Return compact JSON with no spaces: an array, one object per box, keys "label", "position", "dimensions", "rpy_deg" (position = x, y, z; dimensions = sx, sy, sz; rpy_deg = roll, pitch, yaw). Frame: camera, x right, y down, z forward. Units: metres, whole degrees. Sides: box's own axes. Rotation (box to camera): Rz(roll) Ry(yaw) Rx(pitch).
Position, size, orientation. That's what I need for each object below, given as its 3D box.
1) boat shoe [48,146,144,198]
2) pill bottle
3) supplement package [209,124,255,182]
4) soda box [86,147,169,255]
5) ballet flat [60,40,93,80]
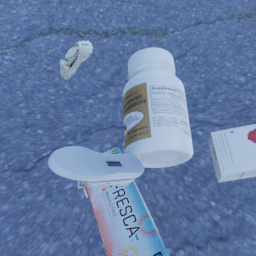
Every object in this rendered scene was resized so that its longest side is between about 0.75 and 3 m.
[{"label":"boat shoe","position":[-0.476,0.635,3.846],"dimensions":[1.427,0.609,0.527],"rpy_deg":[7,40,-41]},{"label":"pill bottle","position":[0.457,-0.358,4.826],"dimensions":[1.089,1.089,1.904],"rpy_deg":[-2,67,-1]},{"label":"supplement package","position":[2.502,0.480,5.658],"dimensions":[1.506,0.902,0.913],"rpy_deg":[-12,68,9]},{"label":"soda box","position":[-0.070,1.724,5.399],"dimensions":[0.956,0.889,2.797],"rpy_deg":[-24,47,-4]},{"label":"ballet flat","position":[-1.470,-1.772,7.217],"dimensions":[0.529,1.474,0.529],"rpy_deg":[24,50,-31]}]
